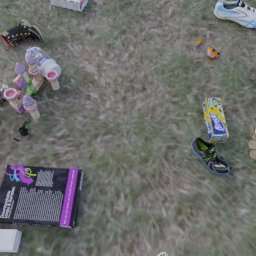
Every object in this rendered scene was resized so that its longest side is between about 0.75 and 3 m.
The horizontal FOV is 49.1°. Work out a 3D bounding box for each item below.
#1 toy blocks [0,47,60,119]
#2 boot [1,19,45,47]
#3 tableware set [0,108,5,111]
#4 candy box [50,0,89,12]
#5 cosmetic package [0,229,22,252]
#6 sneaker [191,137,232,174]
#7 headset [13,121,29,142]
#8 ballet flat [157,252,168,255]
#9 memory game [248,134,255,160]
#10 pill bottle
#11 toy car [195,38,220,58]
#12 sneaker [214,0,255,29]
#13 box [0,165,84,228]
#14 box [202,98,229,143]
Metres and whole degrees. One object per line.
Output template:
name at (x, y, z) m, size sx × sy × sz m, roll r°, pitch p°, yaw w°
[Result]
toy blocks at (-3.755, -1.643, 9.800) m, size 2.005 × 1.688 × 1.874 m, roll 20°, pitch 63°, yaw 11°
boot at (-4.357, -3.797, 11.621) m, size 1.275 × 0.620 × 1.694 m, roll -40°, pitch 64°, yaw -21°
tableware set at (-5.393, -0.389, 9.865) m, size 1.722 × 0.345 × 1.138 m, roll 7°, pitch 61°, yaw 4°
candy box at (-2.689, -6.056, 12.972) m, size 1.578 × 0.481 × 1.076 m, roll 16°, pitch 61°, yaw 8°
cosmetic package at (-3.601, 3.144, 7.826) m, size 1.048 × 0.444 × 0.564 m, roll -1°, pitch 59°, yaw 1°
sneaker at (2.655, 0.886, 8.987) m, size 0.538 × 0.628 × 1.516 m, roll -37°, pitch 67°, yaw -17°
headset at (-3.609, 0.104, 9.524) m, size 0.353 × 0.464 × 0.751 m, roll 18°, pitch 71°, yaw -4°
ballet flat at (0.692, 3.719, 7.575) m, size 0.997 × 0.358 × 0.358 m, roll -38°, pitch 67°, yaw -19°
memory game at (4.867, 0.795, 9.341) m, size 1.684 × 0.107 × 1.684 m, roll 0°, pitch 60°, yaw 0°
pill bottle at (-3.250, -2.458, 10.789) m, size 1.349 × 0.768 × 0.768 m, roll 40°, pitch 68°, yaw 21°
toy car at (3.258, -3.230, 11.576) m, size 0.380 × 0.560 × 1.141 m, roll -56°, pitch 46°, yaw 20°
sneaker at (5.037, -5.010, 12.164) m, size 2.481 × 0.899 × 0.892 m, roll 17°, pitch 61°, yaw 8°
box at (-2.672, 2.030, 8.464) m, size 2.425 × 0.438 × 1.734 m, roll 4°, pitch 60°, yaw 1°
box at (3.016, -0.279, 9.714) m, size 0.549 × 0.504 × 1.566 m, roll -1°, pitch 60°, yaw -1°
